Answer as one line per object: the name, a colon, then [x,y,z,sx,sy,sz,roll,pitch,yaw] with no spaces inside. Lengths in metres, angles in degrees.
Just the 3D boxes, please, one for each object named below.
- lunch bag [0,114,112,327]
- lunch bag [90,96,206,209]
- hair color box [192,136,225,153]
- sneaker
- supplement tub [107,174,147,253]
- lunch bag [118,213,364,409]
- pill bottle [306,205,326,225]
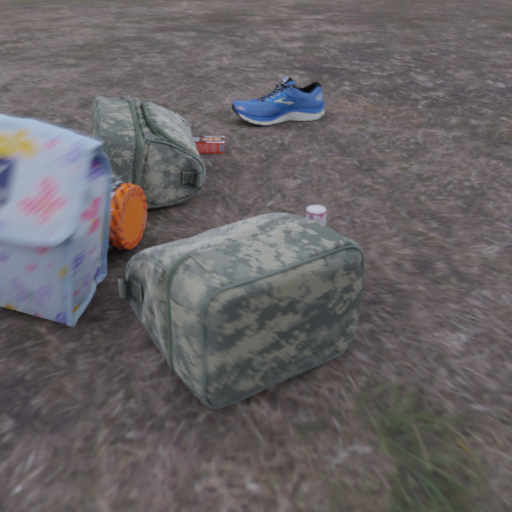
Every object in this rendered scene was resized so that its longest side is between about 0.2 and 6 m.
lunch bag: [-3.556,-0.637,8.257,2.451,2.890,1.837,15,33,0]
lunch bag: [-2.405,-2.251,12.222,2.303,1.913,2.746,3,31,-20]
hair color box: [-1.318,-2.879,14.494,0.995,0.305,0.505,0,33,-1]
sneaker: [0.630,-4.549,16.186,2.804,1.250,1.101,-12,35,-16]
supplement tub: [-3.379,-0.858,10.321,2.449,1.500,1.500,8,34,12]
lunch bag: [-0.197,0.455,7.864,2.821,1.965,2.366,-18,34,-32]
pill bottle: [1.132,-0.600,10.680,0.372,0.656,0.372,0,27,0]
